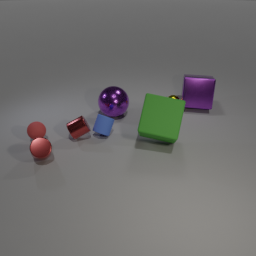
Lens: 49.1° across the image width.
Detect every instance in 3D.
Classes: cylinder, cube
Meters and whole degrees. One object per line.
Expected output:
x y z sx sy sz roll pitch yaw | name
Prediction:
-0.972 -0.119 11.121 0.700 0.700 0.700 19 0 0 | cylinder
-2.957 0.723 9.526 0.700 0.700 0.700 -10 -11 -18 | cylinder
-1.911 -0.024 10.839 0.700 0.700 0.700 -29 32 0 | cylinder
1.204 -0.312 10.224 1.400 1.400 1.400 12 -7 7 | cube
3.319 -1.763 13.409 1.400 1.400 1.400 6 17 8 | cube

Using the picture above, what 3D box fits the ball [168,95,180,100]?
2.167 -1.243 13.479 0.700 0.700 0.700 0 28 0 | ball

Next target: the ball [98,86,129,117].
-0.648 -1.181 12.599 1.400 1.400 1.400 0 28 0 | ball

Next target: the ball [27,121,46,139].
-3.468 0.101 10.628 0.700 0.700 0.700 0 28 0 | ball
